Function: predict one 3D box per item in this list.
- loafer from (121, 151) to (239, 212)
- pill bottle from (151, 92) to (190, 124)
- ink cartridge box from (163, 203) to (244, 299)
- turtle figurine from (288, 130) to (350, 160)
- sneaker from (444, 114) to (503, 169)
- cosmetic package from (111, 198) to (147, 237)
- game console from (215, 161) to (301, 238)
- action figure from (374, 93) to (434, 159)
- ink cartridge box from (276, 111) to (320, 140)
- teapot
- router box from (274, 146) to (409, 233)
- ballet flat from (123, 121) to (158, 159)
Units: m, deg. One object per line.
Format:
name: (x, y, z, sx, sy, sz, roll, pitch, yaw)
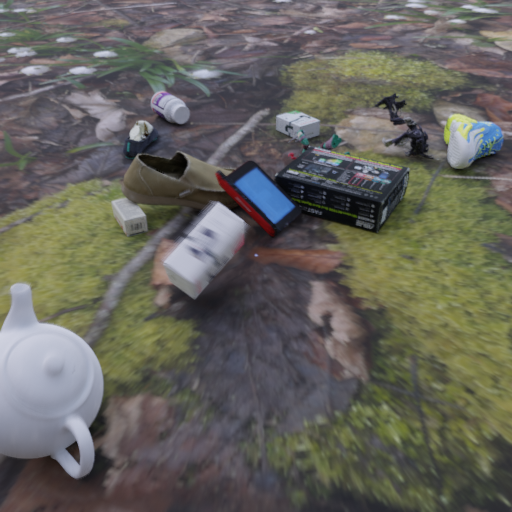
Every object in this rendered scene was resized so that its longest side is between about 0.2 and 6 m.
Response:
loafer: (-1.174, -1.389, 10.234, 2.482, 0.837, 0.944, -4, 44, -22)
pill bottle: (-2.140, -3.699, 14.089, 0.612, 0.612, 1.099, -22, 41, -29)
ink cartridge box: (-0.721, -0.047, 8.031, 0.497, 0.853, 1.178, 37, 73, 12)
turtle figurine: (1.274, -2.135, 11.755, 1.369, 1.025, 0.689, 5, 68, 50)
sneaker: (4.796, -2.513, 12.116, 1.226, 0.884, 2.335, 7, 34, 10)
cosmetic package: (-2.251, -0.703, 9.948, 0.404, 0.341, 0.782, -16, 38, -22)
game console: (0.082, -1.077, 9.565, 1.377, 1.187, 0.818, 45, 87, 6)
action figure: (3.282, -2.731, 12.487, 0.984, 0.845, 1.656, -5, 65, -58)
ink cartridge box: (1.005, -3.138, 13.469, 0.660, 0.374, 0.900, -24, 41, -31)
teapot: (-2.230, 1.343, 5.869, 1.529, 1.117, 1.509, 30, 47, -18)
router box: (1.602, -1.310, 10.542, 2.126, 0.660, 1.593, 18, 39, 24)
ballet flat: (-2.618, -2.760, 12.783, 0.576, 0.576, 1.578, 6, 35, 8)
